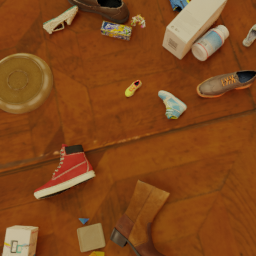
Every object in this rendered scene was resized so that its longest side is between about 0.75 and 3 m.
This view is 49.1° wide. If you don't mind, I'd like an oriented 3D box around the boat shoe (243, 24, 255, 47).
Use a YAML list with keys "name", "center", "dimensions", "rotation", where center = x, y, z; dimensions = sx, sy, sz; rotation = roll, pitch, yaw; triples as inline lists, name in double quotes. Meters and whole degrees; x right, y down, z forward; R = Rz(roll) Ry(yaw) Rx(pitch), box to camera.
- name: "boat shoe"
  center: [5.380, -4.032, 11.985]
  dimensions: [0.452, 0.393, 1.227]
  rotation: [39, 80, 8]

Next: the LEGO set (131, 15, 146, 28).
- name: "LEGO set"
  center: [0.314, -4.478, 11.744]
  dimensions: [0.390, 1.047, 0.482]
  rotation: [-20, 119, -24]

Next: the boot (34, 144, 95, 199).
- name: "boot"
  center: [-2.598, 1.558, 10.564]
  dimensions: [2.296, 0.831, 1.657]
  rotation: [-24, 78, -13]

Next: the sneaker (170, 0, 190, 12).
- name: "sneaker"
  center: [2.069, -5.601, 12.251]
  dimensions: [0.644, 0.542, 1.644]
  rotation: [-37, 81, -10]

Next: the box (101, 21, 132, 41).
- name: "box"
  center: [-0.495, -4.164, 12.007]
  dimensions: [1.276, 0.410, 0.447]
  rotation: [14, 78, 3]

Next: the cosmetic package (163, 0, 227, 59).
- name: "cosmetic package"
  center: [2.714, -4.343, 11.497]
  dimensions: [1.094, 1.522, 2.697]
  rotation: [42, 83, 8]

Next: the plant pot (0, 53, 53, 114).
- name: "plant pot"
  center: [-4.483, -1.924, 11.542]
  dimensions: [2.682, 0.369, 2.682]
  rotation: [0, 78, 0]

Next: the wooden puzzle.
- name: "wooden puzzle"
  center: [-1.353, 4.048, 10.331]
  dimensions: [0.992, 0.172, 1.470]
  rotation: [-5, 78, -6]

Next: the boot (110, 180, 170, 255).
- name: "boot"
  center: [0.875, 3.437, 10.183]
  dimensions: [2.316, 0.843, 2.461]
  rotation: [27, 80, 17]

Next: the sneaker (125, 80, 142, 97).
- name: "sneaker"
  center: [0.201, -1.658, 11.461]
  dimensions: [0.345, 0.398, 0.882]
  rotation: [41, 82, 7]

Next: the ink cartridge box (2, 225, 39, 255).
- name: "ink cartridge box"
  center: [-3.796, 4.148, 9.925]
  dimensions: [0.881, 0.885, 1.207]
  rotation: [4, 77, 1]

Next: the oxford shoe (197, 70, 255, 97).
- name: "oxford shoe"
  center: [3.963, -1.885, 11.257]
  dimensions: [2.424, 0.884, 0.864]
  rotation: [-17, 78, -4]

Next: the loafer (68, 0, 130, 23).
- name: "loafer"
  center: [-1.304, -5.570, 11.978]
  dimensions: [2.999, 1.065, 1.095]
  rotation: [21, 78, 5]

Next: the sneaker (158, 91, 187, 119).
- name: "sneaker"
  center: [1.618, -0.877, 11.233]
  dimensions: [1.294, 0.515, 0.845]
  rotation: [35, 78, 8]

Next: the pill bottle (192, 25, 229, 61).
- name: "pill bottle"
  center: [3.439, -3.569, 11.660]
  dimensions: [1.511, 0.822, 0.822]
  rotation: [-41, 81, -8]

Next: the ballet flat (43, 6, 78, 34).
- name: "ballet flat"
  center: [-2.827, -4.626, 12.116]
  dimensions: [1.721, 0.618, 0.618]
  rotation: [-31, 79, -4]
